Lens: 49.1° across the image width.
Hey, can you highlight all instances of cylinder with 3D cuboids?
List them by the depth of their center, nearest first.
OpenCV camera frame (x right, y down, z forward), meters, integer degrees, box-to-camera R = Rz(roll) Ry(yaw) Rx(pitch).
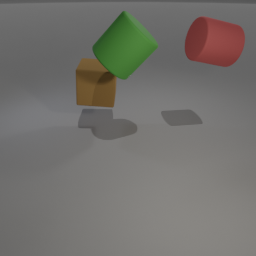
[{"bbox_3d":[-0.082,-2.388,8.194,1.400,1.400,1.400,39,24,-21],"label":"cylinder"},{"bbox_3d":[2.831,-2.827,9.266,1.400,1.400,1.400,5,25,-19],"label":"cylinder"}]

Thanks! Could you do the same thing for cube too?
[{"bbox_3d":[-1.163,-1.736,10.647,1.400,1.400,1.400,4,31,-1],"label":"cube"}]
